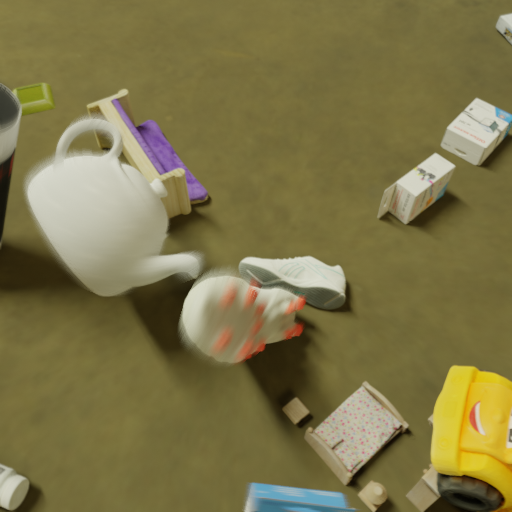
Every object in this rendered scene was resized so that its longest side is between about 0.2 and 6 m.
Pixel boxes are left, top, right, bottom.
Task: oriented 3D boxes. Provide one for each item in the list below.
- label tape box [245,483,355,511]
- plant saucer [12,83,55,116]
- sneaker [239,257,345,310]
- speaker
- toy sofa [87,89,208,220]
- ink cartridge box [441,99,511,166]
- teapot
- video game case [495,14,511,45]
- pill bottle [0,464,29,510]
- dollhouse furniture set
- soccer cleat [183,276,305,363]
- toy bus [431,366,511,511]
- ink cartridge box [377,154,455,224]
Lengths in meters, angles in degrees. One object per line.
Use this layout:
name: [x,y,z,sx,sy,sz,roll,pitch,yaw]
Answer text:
label tape box: [0.403,2.759,5.918,0.988,1.370,0.434,8,38,-2]
plant saucer: [-4.373,-3.093,10.924,0.759,0.182,0.758,-17,56,-11]
sneaker: [0.549,0.303,8.352,1.625,0.572,0.651,15,46,3]
speaker: [-3.856,-1.006,7.410,1.127,2.776,1.127,16,47,-18]
toy sofa: [-1.828,-1.744,9.479,1.161,0.985,2.379,-26,59,-16]
ink cartridge box: [4.011,-2.251,10.155,0.803,0.471,1.096,35,61,22]
teapot: [-1.808,-0.566,7.101,1.425,1.950,1.925,-33,32,-4]
video game case: [6.158,-4.765,12.012,1.464,0.333,1.327,-15,56,-10]
pill bottle: [-3.150,2.699,6.663,0.776,0.439,0.439,16,56,12]
dollhouse furniture set: [1.612,1.975,6.854,1.690,0.968,1.982,-35,62,-22]
soccer cleat: [-0.288,0.741,6.907,1.082,2.789,0.966,7,88,24]
toy bus: [3.083,2.122,5.656,2.033,2.118,1.437,-14,39,47]
ink cartridge box: [2.596,-1.027,9.124,1.259,0.725,0.427,-35,62,-22]
